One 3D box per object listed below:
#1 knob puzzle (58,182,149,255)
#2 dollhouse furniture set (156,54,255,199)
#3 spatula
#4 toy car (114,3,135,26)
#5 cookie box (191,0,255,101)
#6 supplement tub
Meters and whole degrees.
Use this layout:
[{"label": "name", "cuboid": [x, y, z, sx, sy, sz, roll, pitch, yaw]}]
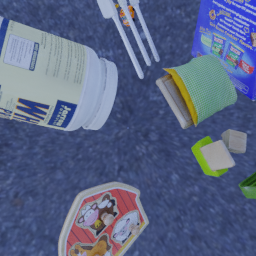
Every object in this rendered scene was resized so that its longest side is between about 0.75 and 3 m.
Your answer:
[{"label": "knob puzzle", "cuboid": [-0.376, 1.759, 4.780, 0.291, 2.095, 2.095, 21, 79, 44]}, {"label": "dollhouse furniture set", "cuboid": [1.865, -0.144, 5.039, 1.489, 1.150, 2.980, -27, 84, -19]}, {"label": "spatula", "cuboid": [0.048, -1.969, 5.384, 0.154, 1.332, 1.916, -10, 118, 32]}, {"label": "toy car", "cuboid": [-0.237, -3.039, 7.444, 0.362, 1.088, 0.534, -2, 113, -39]}, {"label": "cookie box", "cuboid": [2.631, -2.323, 6.015, 0.995, 2.649, 2.266, -23, 52, -20]}, {"label": "supplement tub", "cuboid": [-1.658, -0.953, 5.624, 2.514, 1.823, 1.823, 13, 80, -25]}]
